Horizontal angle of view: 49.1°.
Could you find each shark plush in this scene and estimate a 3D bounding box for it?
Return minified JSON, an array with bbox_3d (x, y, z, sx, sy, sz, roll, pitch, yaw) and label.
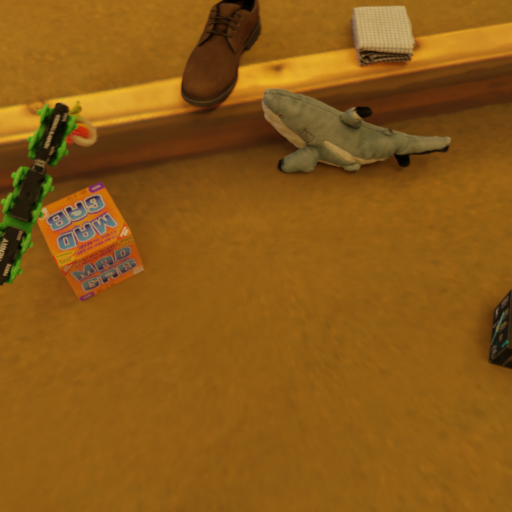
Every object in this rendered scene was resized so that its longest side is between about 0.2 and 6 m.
[{"bbox_3d":[1.678,-2.094,9.907,3.269,1.362,1.485,22,62,12],"label":"shark plush"}]

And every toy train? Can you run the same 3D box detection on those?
[{"bbox_3d":[-2.170,-0.594,5.351,0.386,0.522,1.852,21,79,-22],"label":"toy train"}]

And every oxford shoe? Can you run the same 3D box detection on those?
[{"bbox_3d":[-0.765,-4.327,11.248,1.135,1.319,3.124,16,63,7],"label":"oxford shoe"}]

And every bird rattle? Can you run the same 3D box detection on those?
[{"bbox_3d":[-2.590,-1.847,8.110,0.434,0.628,0.770,-35,43,27],"label":"bird rattle"}]

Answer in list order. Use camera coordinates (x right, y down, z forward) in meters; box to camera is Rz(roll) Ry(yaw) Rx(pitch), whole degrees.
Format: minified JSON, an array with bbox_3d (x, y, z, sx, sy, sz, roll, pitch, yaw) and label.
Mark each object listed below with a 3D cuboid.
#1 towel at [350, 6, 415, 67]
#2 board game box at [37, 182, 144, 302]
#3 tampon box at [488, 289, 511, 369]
[{"bbox_3d":[2.648,-4.631,11.831,1.192,0.616,1.440,0,58,-2],"label":"towel"},{"bbox_3d":[-2.637,-0.214,8.938,1.159,1.160,1.159,-27,64,-15],"label":"board game box"},{"bbox_3d":[3.968,1.137,8.404,0.618,0.733,0.978,15,61,8],"label":"tampon box"}]
